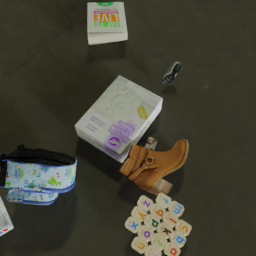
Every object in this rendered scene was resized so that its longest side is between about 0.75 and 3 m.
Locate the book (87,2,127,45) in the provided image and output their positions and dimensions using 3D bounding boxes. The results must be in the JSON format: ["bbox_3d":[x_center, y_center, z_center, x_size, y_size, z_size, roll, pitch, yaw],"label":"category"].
[{"bbox_3d":[-0.770,-3.870,10.155,1.375,0.495,2.059,-4,52,-4],"label":"book"}]

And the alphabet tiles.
[{"bbox_3d":[0.721,2.358,6.717,1.438,0.107,1.470,31,71,6],"label":"alphabet tiles"}]

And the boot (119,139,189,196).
[{"bbox_3d":[0.734,0.781,7.513,1.419,0.676,1.835,31,66,0],"label":"boot"}]

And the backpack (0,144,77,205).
[{"bbox_3d":[-2.119,1.155,6.884,1.651,1.511,1.214,5,97,-4],"label":"backpack"}]

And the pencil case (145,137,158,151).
[{"bbox_3d":[0.597,0.677,7.978,0.311,0.358,0.800,7,63,32],"label":"pencil case"}]

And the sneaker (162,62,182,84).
[{"bbox_3d":[1.392,-1.756,8.958,0.312,0.843,0.334,32,21,-22],"label":"sneaker"}]

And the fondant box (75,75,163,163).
[{"bbox_3d":[-0.225,-0.325,8.290,1.605,0.648,2.225,30,66,16],"label":"fondant box"}]

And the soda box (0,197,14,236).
[{"bbox_3d":[-3.423,1.959,7.045,0.464,0.500,1.464,-28,67,-19],"label":"soda box"}]
